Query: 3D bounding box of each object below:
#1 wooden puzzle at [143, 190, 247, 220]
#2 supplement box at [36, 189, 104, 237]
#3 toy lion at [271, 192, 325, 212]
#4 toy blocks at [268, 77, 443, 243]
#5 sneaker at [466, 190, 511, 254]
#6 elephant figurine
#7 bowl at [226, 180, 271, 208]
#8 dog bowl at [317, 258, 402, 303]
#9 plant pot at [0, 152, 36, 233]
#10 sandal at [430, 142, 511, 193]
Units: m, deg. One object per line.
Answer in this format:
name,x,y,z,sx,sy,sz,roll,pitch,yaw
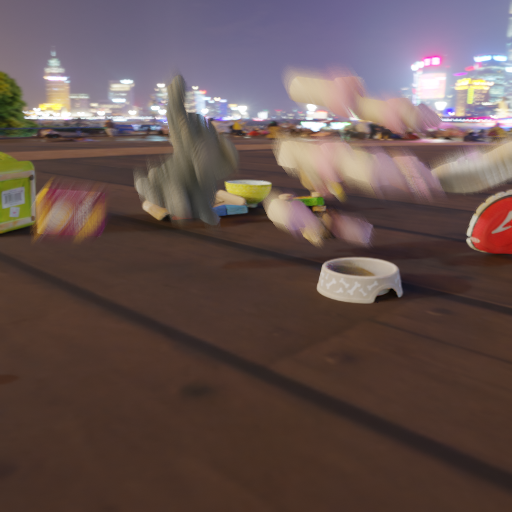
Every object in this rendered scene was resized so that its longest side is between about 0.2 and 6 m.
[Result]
wooden puzzle,-1.567,-1.226,13.857,2.329,0.404,3.453,-8,16,-14
supplement box,-2.737,-0.638,8.302,0.897,0.587,0.463,2,21,-8
toy lion,1.035,-1.384,14.372,1.461,0.502,1.401,-6,9,-22
toy blocks,1.782,-1.206,8.525,2.183,2.594,2.424,20,16,33
sneaker,5.065,-0.479,9.564,2.907,1.119,1.234,-3,20,-12
elephant figurine,-0.946,-1.579,8.775,1.324,1.871,1.452,30,9,9
bowl,-0.211,-1.617,14.702,1.186,0.638,1.186,2,13,0
dog bowl,1.460,0.315,7.893,1.201,0.352,1.201,0,14,0
plant pot,-5.606,-1.302,11.705,1.510,1.655,1.664,12,18,20
sandal,3.776,-1.520,9.371,0.785,0.474,1.928,36,-29,-29
